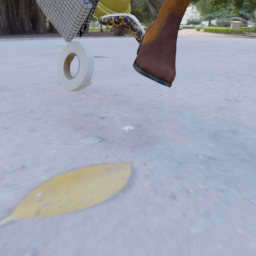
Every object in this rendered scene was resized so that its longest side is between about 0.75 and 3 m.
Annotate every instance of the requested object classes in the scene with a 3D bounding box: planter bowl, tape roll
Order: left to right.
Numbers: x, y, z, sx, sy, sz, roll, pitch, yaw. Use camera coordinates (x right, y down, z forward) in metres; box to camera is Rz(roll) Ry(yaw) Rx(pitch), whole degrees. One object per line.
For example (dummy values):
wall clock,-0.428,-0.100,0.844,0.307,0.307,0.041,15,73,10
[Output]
tape roll,-1.395,-1.598,7.336,1.315,1.315,0.240,20,12,40
planter bowl,-0.570,-4.561,9.574,2.054,2.054,0.855,-20,-10,-41

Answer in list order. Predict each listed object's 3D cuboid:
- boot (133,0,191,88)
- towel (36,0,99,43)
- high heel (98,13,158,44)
boot,1.178,-2.536,6.359,0.967,2.824,2.659,25,31,-9
towel,-1.539,-3.373,7.153,0.779,1.819,1.506,-34,-5,-38
high heel,0.077,-2.840,9.127,2.307,1.644,0.824,8,24,15
